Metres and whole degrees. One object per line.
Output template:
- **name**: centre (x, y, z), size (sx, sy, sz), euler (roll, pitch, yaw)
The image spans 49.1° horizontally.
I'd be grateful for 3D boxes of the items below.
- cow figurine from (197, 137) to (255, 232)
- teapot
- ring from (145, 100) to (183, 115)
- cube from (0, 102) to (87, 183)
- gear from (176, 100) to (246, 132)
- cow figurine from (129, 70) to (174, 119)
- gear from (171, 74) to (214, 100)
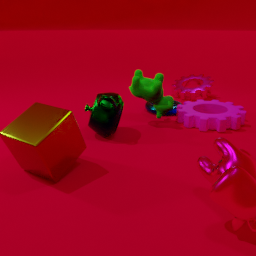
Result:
- **cow figurine**: centre (1.839, 0.891, 4.503), size (1.640, 0.900, 1.613), euler (20, 25, -37)
- **teapot**: centre (-0.690, -0.381, 7.512), size (0.961, 1.220, 1.963), euler (17, -24, -8)
- **ring**: centre (1.249, -0.742, 9.660), size (1.343, 0.269, 1.343), euler (1, 21, -1)
- **cube**: centre (-1.647, 0.259, 5.602), size (1.039, 1.039, 1.039), euler (14, 48, 29)
- **gear**: centre (2.521, -0.425, 8.625), size (2.016, 0.373, 2.016), euler (-2, 21, 1)
- **cow figurine**: centre (0.688, -0.949, 8.220), size (1.376, 1.354, 0.755), euler (12, 45, 5)
- **gear**: centre (2.618, -1.689, 11.335), size (1.652, 0.306, 1.652), euler (-9, 33, 6)
